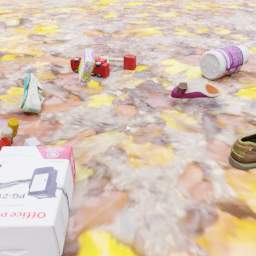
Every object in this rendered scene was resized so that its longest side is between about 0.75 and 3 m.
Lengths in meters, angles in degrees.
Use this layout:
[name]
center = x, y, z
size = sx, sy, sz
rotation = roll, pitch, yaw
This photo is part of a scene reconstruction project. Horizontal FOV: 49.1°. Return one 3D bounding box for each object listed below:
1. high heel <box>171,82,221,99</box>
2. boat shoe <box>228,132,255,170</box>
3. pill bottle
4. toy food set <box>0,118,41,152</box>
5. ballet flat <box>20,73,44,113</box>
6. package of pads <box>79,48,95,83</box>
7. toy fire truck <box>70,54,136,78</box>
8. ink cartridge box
[high heel]
center = 2.401, -1.257, 9.981
size = 1.689, 0.812, 0.570
rotation = 10, 67, -10
[boat shoe]
center = 3.870, 0.435, 7.423
size = 2.455, 0.835, 0.883
rotation = -14, 36, -19
[pill bottle]
center = 4.225, -2.905, 12.065
size = 2.151, 1.208, 1.208
rotation = -23, 40, -29
[toy food set]
center = -2.958, 0.609, 7.500
size = 1.760, 0.792, 0.840
rotation = 42, 36, 23
[ballet flat]
center = -3.432, -1.218, 10.179
size = 0.732, 0.792, 2.349
rotation = 18, 31, -25
[package of pads]
center = -1.591, -2.371, 10.755
size = 0.370, 1.085, 0.838
rotation = 8, 51, -23
[toy fire truck]
center = -1.093, -2.915, 12.602
size = 2.544, 0.620, 1.794
rotation = 15, 36, 23
[ink cartridge box]
center = -2.078, 1.418, 5.851
size = 1.645, 0.959, 2.273
rotation = -1, 34, -1
